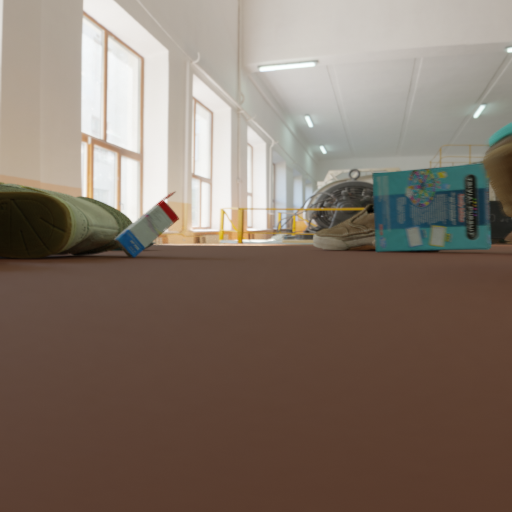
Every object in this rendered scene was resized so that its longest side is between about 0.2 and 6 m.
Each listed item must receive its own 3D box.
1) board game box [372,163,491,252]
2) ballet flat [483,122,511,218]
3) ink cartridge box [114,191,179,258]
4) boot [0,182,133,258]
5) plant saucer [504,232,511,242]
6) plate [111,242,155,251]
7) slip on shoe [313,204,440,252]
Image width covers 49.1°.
[{"bbox_3d":[3.237,-0.859,10.416,2.025,1.529,0.475,-1,5,29],"label":"board game box"},{"bbox_3d":[2.023,-0.405,3.791,0.904,0.964,2.664,-7,4,20],"label":"ballet flat"},{"bbox_3d":[-1.372,-0.411,7.345,0.977,0.329,0.568,-42,14,-13],"label":"ink cartridge box"},{"bbox_3d":[-3.292,-0.480,7.540,2.799,1.009,2.165,6,4,11],"label":"boot"},{"bbox_3d":[4.679,-0.265,8.378,1.747,0.320,1.747,6,7,-1],"label":"plant saucer"},{"bbox_3d":[-3.212,-0.223,13.118,1.704,0.218,1.704,-1,2,0],"label":"plate"},{"bbox_3d":[2.564,-0.619,12.325,1.290,1.028,3.393,-1,2,-31],"label":"slip on shoe"}]
